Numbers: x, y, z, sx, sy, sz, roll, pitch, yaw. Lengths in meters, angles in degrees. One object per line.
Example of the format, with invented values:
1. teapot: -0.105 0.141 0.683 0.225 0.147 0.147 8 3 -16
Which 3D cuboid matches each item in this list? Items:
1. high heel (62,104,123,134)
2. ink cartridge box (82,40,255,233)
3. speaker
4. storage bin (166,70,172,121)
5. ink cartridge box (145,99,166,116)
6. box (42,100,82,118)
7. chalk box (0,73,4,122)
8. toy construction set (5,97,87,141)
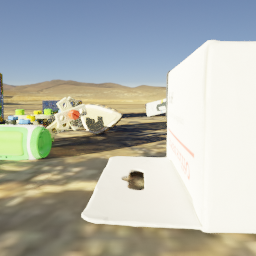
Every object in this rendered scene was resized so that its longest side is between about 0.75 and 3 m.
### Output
1. high heel: -0.555 -0.269 6.242 1.789 0.639 1.275 -7 7 37
2. ink cartridge box: 1.263 -0.028 2.164 2.990 1.014 1.734 0 6 2
3. speaker: -1.416 0.162 3.315 0.950 0.420 0.420 1 6 12
4. storage bin: 1.842 -0.999 8.834 1.101 1.629 0.764 -5 7 -42
5. ink cartridge box: 1.571 -0.925 12.014 1.359 0.563 0.990 -13 -1 27
6. box: -2.559 -0.747 10.989 1.369 0.694 0.770 1 6 10
7. chalk box: -4.537 -0.912 8.218 1.569 1.580 2.532 -2 7 -17
8. toy construction set: -1.281 -0.022 4.247 0.984 0.691 1.500 -4 -4 -40
